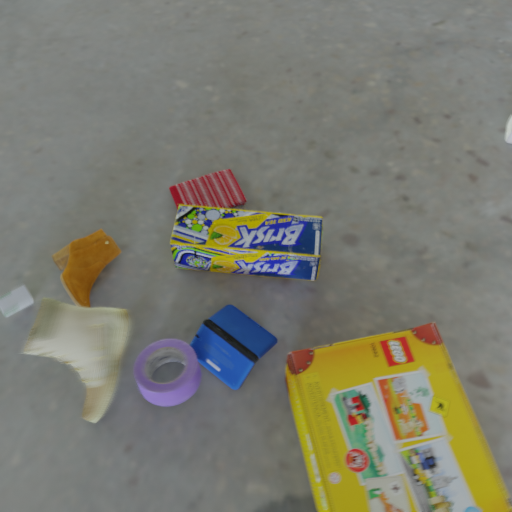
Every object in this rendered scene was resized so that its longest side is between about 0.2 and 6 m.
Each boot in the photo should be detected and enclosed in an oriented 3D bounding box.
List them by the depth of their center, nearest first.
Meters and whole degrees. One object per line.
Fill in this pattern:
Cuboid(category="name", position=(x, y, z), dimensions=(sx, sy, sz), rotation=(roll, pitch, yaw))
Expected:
Cuboid(category="boot", position=(-2.969, 1.679, 8.993), dimensions=(1.469, 0.685, 1.899), rotation=(13, 89, -27))
Cuboid(category="boot", position=(-3.084, 0.223, 10.603), dimensions=(1.200, 0.590, 1.676), rotation=(-29, 55, -11))

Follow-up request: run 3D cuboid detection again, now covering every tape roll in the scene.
Cuboid(category="tape roll", position=(-1.490, 1.958, 9.446), dimensions=(1.061, 0.451, 1.061), rotation=(-4, 46, 4))

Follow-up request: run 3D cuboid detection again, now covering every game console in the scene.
Cuboid(category="game console", position=(-0.419, 1.599, 9.953), dimensions=(1.197, 0.708, 1.021), rotation=(35, 101, 21))

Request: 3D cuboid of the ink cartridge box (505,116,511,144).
Cuboid(category="ink cartridge box", position=(6.183, -2.816, 12.734), dimensions=(0.869, 0.368, 0.633), rotation=(13, 58, 11))

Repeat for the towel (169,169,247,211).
Cuboid(category="towel", position=(-1.039, -1.279, 11.863), dimensions=(1.432, 0.161, 1.035), rotation=(-19, 59, -13))

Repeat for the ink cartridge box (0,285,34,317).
Cuboid(category="ink cartridge box", position=(-4.342, 0.822, 10.094), dimensions=(0.562, 0.766, 0.318), rotation=(-31, 93, -23))

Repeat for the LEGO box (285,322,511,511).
Cuboid(category="LEGO box", position=(2.011, 2.921, 8.460), dimensions=(2.470, 1.280, 3.316), rotation=(-10, 58, -6))

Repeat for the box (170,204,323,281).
Cuboid(category="box", position=(-0.157, -0.248, 10.749), dimensions=(2.800, 0.900, 0.981), rotation=(5, 57, 4))
